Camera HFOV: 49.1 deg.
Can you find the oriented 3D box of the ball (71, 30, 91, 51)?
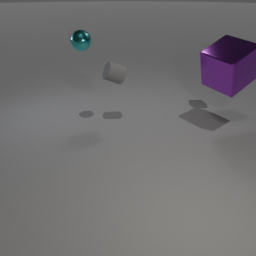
[{"bbox_3d":[-1.592,-2.963,9.501,0.700,0.700,0.700,0,28,0],"label":"ball"}]

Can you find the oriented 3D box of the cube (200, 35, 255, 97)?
[{"bbox_3d":[3.553,-2.201,9.864,1.400,1.400,1.400,-35,46,-18],"label":"cube"}]

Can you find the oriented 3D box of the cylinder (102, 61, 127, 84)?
[{"bbox_3d":[-0.506,-2.074,10.546,0.700,0.700,0.700,15,20,-27],"label":"cylinder"}]
